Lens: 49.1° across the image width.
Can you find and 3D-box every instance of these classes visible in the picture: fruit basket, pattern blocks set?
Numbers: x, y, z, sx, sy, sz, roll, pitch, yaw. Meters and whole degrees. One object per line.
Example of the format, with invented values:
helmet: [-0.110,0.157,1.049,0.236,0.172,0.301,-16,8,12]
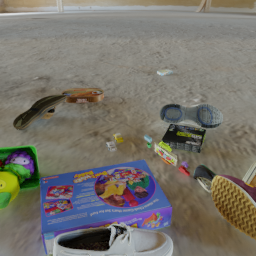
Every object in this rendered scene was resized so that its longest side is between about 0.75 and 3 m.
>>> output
fruit basket: [-3.372,1.247,7.548,1.993,1.437,1.993,-3,11,1]
pattern blocks set: [1.132,0.797,8.323,1.538,1.352,0.125,31,71,33]

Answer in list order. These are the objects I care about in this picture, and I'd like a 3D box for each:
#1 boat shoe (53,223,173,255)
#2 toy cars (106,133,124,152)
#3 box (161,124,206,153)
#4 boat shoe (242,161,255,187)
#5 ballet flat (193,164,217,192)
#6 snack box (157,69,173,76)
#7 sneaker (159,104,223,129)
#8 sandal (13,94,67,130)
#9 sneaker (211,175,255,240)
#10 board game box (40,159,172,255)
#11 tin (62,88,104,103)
boat shoe: [-0.281,2.391,5.794,2.500,0.856,0.900,-1,29,-2]
toy cars: [-0.470,0.445,9.970,0.510,0.252,1.137,10,30,18]
box: [2.028,0.342,10.080,1.380,0.328,1.332,10,27,20]
boat shoe: [4.043,1.147,7.969,0.824,0.988,2.647,33,37,27]
ballet flat: [2.481,1.612,7.638,0.601,0.601,1.644,-25,44,-38]
snack box: [2.242,-3.388,17.041,0.828,0.154,0.481,-15,32,-25]
sneaker: [2.472,-0.553,11.126,2.561,0.954,1.115,9,4,-3]
sandal: [-3.528,-0.608,11.554,1.047,0.700,2.563,11,44,33]
sneaker: [3.285,1.989,6.539,1.270,1.057,2.820,-11,36,-36]
board game box: [-0.650,1.821,7.033,2.926,0.655,1.967,-8,30,-14]
tin: [-2.169,-1.582,13.538,2.015,0.422,1.128,-1,33,-2]
